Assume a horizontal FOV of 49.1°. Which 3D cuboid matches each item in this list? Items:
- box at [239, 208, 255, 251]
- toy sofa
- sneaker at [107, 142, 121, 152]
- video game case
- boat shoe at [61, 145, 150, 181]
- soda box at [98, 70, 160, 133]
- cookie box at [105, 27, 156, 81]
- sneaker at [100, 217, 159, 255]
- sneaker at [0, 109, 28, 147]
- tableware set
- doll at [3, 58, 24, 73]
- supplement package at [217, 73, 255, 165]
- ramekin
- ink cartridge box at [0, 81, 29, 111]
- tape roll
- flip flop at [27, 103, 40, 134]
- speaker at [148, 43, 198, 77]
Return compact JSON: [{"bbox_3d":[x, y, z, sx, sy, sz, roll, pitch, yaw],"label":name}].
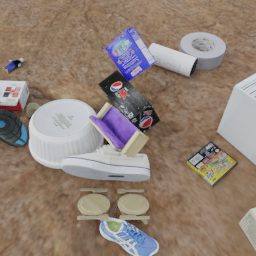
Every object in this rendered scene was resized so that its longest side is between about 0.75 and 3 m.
[{"bbox_3d":[4.123,3.266,7.440,0.906,1.107,2.331,-15,54,-13],"label":"box"},{"bbox_3d":[-0.339,-0.015,8.513,0.791,0.931,1.909,-52,47,6],"label":"toy sofa"},{"bbox_3d":[-0.450,0.279,10.155,0.810,0.706,1.801,-23,43,1],"label":"sneaker"},{"bbox_3d":[2.915,1.209,9.725,1.352,0.172,1.222,-33,58,-25],"label":"video game case"},{"bbox_3d":[-0.658,1.056,8.998,2.859,1.014,0.998,6,60,-12],"label":"boat shoe"},{"bbox_3d":[-0.033,-1.015,10.513,1.047,0.937,2.959,-36,43,-1],"label":"soda box"},{"bbox_3d":[0.089,-2.877,11.079,1.635,1.398,0.614,56,45,-8],"label":"cookie box"},{"bbox_3d":[-0.005,3.054,7.862,1.814,0.699,0.687,18,51,13],"label":"sneaker"},{"bbox_3d":[-4.954,-0.149,10.372,2.845,1.165,1.041,34,45,3],"label":"sneaker"},{"bbox_3d":[-0.436,2.428,8.468,2.141,0.429,1.415,2,24,-5],"label":"tableware set"},{"bbox_3d":[-5.342,-2.990,13.134,0.714,0.254,1.047,33,58,23],"label":"doll"},{"bbox_3d":[4.815,-0.215,9.433,1.855,2.412,2.522,-29,56,-22],"label":"supplement package"},{"bbox_3d":[-2.152,0.058,9.658,2.603,1.212,2.603,1,42,-1],"label":"ramekin"},{"bbox_3d":[-5.044,-1.205,11.328,1.646,0.690,1.445,2,49,0],"label":"ink cartridge box"},{"bbox_3d":[3.533,-3.715,13.441,2.121,0.701,2.121,-1,50,1],"label":"tape roll"},{"bbox_3d":[-3.649,-0.415,10.867,0.654,0.464,1.612,-9,52,-7],"label":"flip flop"},{"bbox_3d":[2.002,-3.104,12.802,2.252,0.915,0.915,25,55,20],"label":"speaker"}]
